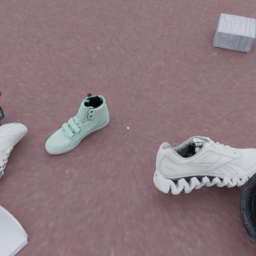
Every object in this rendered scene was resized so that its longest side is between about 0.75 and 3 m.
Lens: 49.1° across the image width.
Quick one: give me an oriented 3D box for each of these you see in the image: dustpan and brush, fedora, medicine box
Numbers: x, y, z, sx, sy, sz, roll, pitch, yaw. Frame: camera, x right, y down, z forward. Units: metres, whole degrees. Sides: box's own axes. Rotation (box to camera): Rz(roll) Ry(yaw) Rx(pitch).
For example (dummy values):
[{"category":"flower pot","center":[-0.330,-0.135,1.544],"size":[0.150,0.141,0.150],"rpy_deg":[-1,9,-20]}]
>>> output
[{"category":"dustpan and brush","center":[-3.488,1.777,5.357],"size":[2.672,0.765,1.864],"rpy_deg":[37,62,24]},{"category":"fedora","center":[2.872,1.708,5.376],"size":[1.782,0.814,1.782],"rpy_deg":[0,54,0]},{"category":"medicine box","center":[3.450,-3.070,9.032],"size":[1.161,0.598,1.057],"rpy_deg":[15,55,10]}]

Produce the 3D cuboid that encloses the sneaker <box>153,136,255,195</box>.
[{"category":"sneaker","center":[1.748,0.655,5.764],"size":[2.492,1.010,0.936],"rpy_deg":[-7,17,-12]}]

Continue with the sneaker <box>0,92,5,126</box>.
[{"category":"sneaker","center":[-3.235,-0.459,6.852],"size":[0.452,1.117,0.413],"rpy_deg":[10,40,-33]}]

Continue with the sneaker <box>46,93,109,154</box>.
[{"category":"sneaker","center":[-1.247,-0.154,6.613],"size":[1.765,1.041,0.650],"rpy_deg":[-34,62,-21]}]

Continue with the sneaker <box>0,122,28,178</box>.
[{"category":"sneaker","center":[-3.057,0.725,6.274],"size":[0.932,0.797,2.140],"rpy_deg":[40,64,6]}]
